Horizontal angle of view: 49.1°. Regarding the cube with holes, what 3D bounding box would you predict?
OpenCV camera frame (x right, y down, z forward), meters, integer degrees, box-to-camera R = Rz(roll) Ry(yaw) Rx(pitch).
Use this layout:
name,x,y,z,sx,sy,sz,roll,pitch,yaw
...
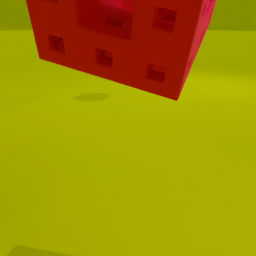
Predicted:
name,x,y,z,sx,sy,sz,roll,pitch,yaw
cube with holes,0.073,-1.310,2.336,1.326,1.326,1.326,19,51,12
